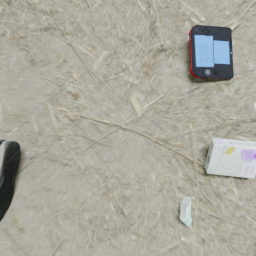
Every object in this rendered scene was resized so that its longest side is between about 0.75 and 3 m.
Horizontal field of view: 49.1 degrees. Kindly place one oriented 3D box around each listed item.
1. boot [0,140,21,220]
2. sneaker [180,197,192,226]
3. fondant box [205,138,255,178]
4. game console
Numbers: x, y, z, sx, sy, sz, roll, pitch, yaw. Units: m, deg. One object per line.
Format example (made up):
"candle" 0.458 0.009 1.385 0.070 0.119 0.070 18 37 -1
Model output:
"boot" -4.313 1.432 8.082 1.960 0.937 2.595 14 87 16
"sneaker" 1.709 2.434 8.127 0.291 0.466 0.790 -8 41 33
"fondant box" 3.047 0.876 8.125 1.400 0.408 1.010 5 117 1
"game console" 2.713 -2.451 9.067 1.516 0.266 1.714 -1 88 -10
